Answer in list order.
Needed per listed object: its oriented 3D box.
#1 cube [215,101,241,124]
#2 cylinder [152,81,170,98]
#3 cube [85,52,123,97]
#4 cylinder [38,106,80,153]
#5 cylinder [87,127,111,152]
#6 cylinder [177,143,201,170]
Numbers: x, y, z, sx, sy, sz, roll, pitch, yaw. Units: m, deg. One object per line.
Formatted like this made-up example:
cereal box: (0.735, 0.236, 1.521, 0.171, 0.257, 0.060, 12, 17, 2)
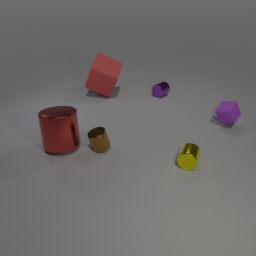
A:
cube: (4.258, -0.666, 11.897, 0.700, 0.700, 0.700, 3, 43, 49)
cylinder: (1.749, -2.044, 14.862, 0.700, 0.700, 0.700, 25, 39, 36)
cube: (-1.249, -2.734, 14.439, 1.400, 1.400, 1.400, 22, 48, -9)
cylinder: (-2.551, 0.026, 10.478, 1.400, 1.400, 1.400, -2, 22, 1)
cylinder: (-1.076, 0.423, 10.451, 0.700, 0.700, 0.700, -13, 32, 8)
cylinder: (2.120, 0.987, 9.710, 0.700, 0.700, 0.700, 11, 33, 19)
